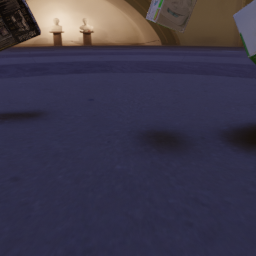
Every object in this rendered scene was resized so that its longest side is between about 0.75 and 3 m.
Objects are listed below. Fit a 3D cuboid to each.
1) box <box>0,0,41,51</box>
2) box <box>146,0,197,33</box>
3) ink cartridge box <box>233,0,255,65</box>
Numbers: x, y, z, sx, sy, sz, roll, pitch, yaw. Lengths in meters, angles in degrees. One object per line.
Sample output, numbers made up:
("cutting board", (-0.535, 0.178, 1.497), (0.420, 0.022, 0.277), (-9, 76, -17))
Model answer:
("box", (-3.803, -3.161, 8.299), (1.912, 1.508, 0.476), (-23, 42, 1))
("box", (1.028, -2.902, 6.221), (0.705, 1.287, 1.459), (16, 23, -12))
("ink cartridge box", (3.592, -1.943, 6.810), (2.076, 1.522, 0.862), (26, -42, -36))
